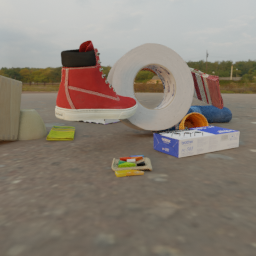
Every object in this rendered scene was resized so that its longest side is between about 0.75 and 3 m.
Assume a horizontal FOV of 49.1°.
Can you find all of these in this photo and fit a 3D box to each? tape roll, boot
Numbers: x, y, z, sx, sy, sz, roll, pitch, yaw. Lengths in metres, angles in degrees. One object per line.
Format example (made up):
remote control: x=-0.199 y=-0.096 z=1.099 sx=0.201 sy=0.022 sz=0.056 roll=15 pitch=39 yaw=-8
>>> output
tape roll: x=0.738 y=-1.312 z=9.396 sx=2.848 sy=2.848 sz=0.941 roll=-3 pitch=0 yaw=-18
boot: x=-0.617 y=-1.203 z=7.236 sx=0.944 sy=1.881 sz=2.607 roll=17 pitch=14 yaw=40

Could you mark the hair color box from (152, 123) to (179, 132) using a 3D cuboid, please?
hair color box: x=1.310 y=-0.080 z=10.470 sx=1.090 sy=0.330 sz=0.545 roll=-3 pitch=10 yaw=-16

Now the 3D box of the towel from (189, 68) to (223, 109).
towel: x=2.801 y=-1.787 z=11.543 sx=0.273 sy=1.731 sz=2.403 roll=-45 pitch=48 yaw=-13

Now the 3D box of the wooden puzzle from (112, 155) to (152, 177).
wooden puzzle: x=0.086 y=0.743 z=5.938 sx=0.893 sy=0.155 sz=1.323 roll=-1 pitch=9 yaw=-6

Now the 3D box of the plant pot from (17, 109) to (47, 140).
plant pot: x=-3.365 y=-0.157 z=9.195 sx=1.338 sy=0.898 sz=1.338 roll=0 pitch=10 yaw=0

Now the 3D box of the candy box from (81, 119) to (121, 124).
candy box: x=-1.320 y=-0.681 z=13.014 sx=1.974 sy=0.706 sz=1.656 roll=7 pitch=11 yaw=34

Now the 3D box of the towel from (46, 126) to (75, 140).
towel: x=-2.234 y=0.150 z=9.486 sx=0.839 sy=0.176 sz=1.949 roll=0 pitch=9 yaw=-10

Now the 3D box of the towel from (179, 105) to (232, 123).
towel: x=3.075 y=-0.660 z=12.841 sx=2.983 sy=0.724 sz=1.665 roll=-1 pitch=10 yaw=-7

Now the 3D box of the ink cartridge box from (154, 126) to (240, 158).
ink cartridge box: x=1.859 y=0.318 z=7.514 sx=2.181 sy=0.482 sz=1.025 roll=-6 pitch=12 yaw=-31

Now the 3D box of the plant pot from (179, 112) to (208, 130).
plant pot: x=2.014 y=-0.023 z=8.971 sx=0.834 sy=0.834 sz=0.763 roll=-2 pitch=-7 yaw=-12

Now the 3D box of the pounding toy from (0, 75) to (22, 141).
pounding toy: x=-4.650 y=-0.458 z=8.172 sx=2.322 sy=2.138 sz=1.651 roll=3 pitch=-2 yaw=21
